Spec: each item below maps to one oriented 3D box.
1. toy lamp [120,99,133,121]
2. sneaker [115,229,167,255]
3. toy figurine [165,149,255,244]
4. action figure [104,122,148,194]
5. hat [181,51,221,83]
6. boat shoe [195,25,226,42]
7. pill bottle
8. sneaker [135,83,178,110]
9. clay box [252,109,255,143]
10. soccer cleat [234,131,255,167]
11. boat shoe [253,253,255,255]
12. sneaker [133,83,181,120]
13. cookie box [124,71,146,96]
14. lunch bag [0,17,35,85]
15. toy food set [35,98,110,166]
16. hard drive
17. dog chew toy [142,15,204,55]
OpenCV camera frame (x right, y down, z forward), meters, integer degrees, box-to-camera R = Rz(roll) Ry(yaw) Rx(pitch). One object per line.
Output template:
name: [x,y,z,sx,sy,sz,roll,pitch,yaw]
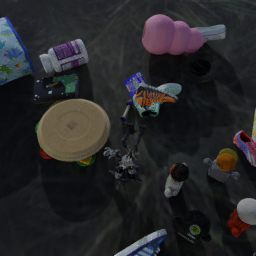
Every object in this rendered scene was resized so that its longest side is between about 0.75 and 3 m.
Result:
toy lamp: [-0.027,-0.753,11.609,0.296,0.296,1.015,15,61,9]
sneaker: [0.618,4.090,8.457,1.895,0.763,1.388,-24,70,-18]
toy figurine: [2.565,2.165,8.909,2.667,1.855,2.625,-9,59,-5]
action figure: [-0.110,0.993,9.534,1.430,1.228,2.406,11,84,39]
hat: [3.220,-2.529,12.463,1.747,0.705,1.747,-4,60,8]
boat shoe: [3.693,-4.475,13.621,2.029,0.677,0.746,5,46,31]
pill bottle: [-2.881,-3.176,12.601,1.970,1.106,1.106,-23,61,-13]
sneaker: [0.848,-0.867,8.835,1.357,0.526,0.760,21,93,24]
clay box: [5.252,-0.263,10.822,0.460,1.111,1.934,15,60,9]
soccer cleat: [4.645,0.847,10.413,0.573,0.657,1.719,-28,62,-16]
boat shoe: [3.940,4.223,8.572,0.306,0.289,0.854,25,62,14]
sneaker: [1.332,-1.044,11.488,2.077,0.764,1.225,-17,54,1]
cookie box: [0.263,-1.562,9.966,0.286,0.762,0.651,-27,94,-34]
lunch bag: [-5.911,-3.404,12.305,2.494,1.869,2.933,-28,72,-16]
toy food set: [-2.141,0.069,10.857,2.888,0.703,2.859,20,60,11]
hard drive: [-3.087,-1.683,11.902,1.935,0.366,1.352,-9,47,2]
dog chew toy: [2.115,-4.187,12.954,2.806,1.747,1.747,8,59,-5]
